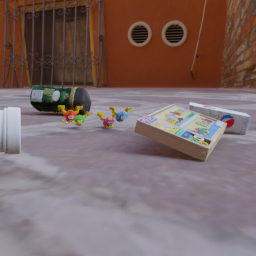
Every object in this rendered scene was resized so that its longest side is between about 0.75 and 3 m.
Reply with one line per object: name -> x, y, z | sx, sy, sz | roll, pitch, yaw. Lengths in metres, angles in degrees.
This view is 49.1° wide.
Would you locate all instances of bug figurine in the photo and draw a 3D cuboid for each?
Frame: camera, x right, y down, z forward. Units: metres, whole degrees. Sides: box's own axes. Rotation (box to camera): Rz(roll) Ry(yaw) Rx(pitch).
bug figurine -> -0.891, -0.271, 7.581 | 1.927, 0.496, 1.494 | 0, -7, -10

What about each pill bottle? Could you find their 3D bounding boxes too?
pill bottle -> -2.299, 0.050, 3.764 | 1.600, 0.898, 0.898 | -1, 10, -21

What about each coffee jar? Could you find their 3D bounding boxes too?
coffee jar -> -2.599, -1.109, 11.061 | 2.211, 0.943, 1.153 | 5, -16, 9

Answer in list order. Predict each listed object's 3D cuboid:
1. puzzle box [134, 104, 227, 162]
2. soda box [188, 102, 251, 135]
puzzle box -> 1.194, -0.017, 5.844 | 1.412, 0.270, 2.123 | 22, 21, 20
soda box -> 2.319, -0.264, 7.331 | 1.539, 0.490, 0.524 | 13, 15, 8
